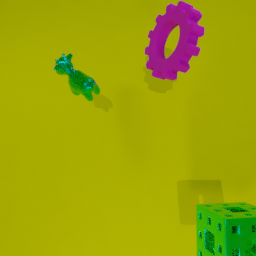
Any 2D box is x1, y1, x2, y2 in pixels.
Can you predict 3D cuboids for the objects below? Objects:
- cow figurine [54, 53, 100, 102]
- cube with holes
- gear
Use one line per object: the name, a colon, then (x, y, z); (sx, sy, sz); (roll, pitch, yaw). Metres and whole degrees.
cow figurine: (-1.007, -0.998, 5.462); (0.886, 0.872, 0.486); (29, 67, 33)
cube with holes: (1.848, 1.895, 4.757); (1.012, 1.012, 1.012); (1, 87, -11)
gear: (1.052, -2.073, 6.763); (0.331, 1.792, 1.792); (8, 56, -31)
